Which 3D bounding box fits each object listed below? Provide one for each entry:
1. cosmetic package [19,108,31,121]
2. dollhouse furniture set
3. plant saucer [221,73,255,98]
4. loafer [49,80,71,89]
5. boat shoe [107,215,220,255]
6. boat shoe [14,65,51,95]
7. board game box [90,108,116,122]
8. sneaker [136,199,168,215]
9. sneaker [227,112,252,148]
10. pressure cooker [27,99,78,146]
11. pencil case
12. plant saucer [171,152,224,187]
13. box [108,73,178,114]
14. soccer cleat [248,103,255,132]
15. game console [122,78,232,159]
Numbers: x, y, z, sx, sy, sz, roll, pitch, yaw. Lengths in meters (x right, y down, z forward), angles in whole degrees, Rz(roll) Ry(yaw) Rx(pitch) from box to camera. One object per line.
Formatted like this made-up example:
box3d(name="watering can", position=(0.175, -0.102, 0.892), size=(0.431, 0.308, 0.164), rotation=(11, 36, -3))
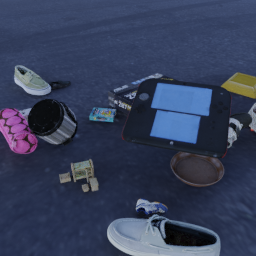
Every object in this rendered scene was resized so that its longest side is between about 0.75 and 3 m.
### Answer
box3d(name="cosmetic package", position=(-3.891, -0.474, 10.688), size=(1.230, 0.311, 0.508), rotation=(-17, 39, -23))
box3d(name="dollhouse furniture set", position=(-1.395, 1.379, 7.805), size=(0.965, 0.536, 0.853), rotation=(-11, 36, -16))
box3d(name="plant saucer", position=(5.372, -2.060, 12.908), size=(1.665, 0.403, 1.665), rotation=(24, 42, 31))
box3d(name="loafer", position=(-3.142, -2.051, 12.925), size=(1.017, 0.357, 0.345), rotation=(-11, 36, -15))
box3d(name="boat shoe", position=(0.757, 2.308, 6.147), size=(2.496, 0.889, 0.871), rotation=(8, 36, 12))
box3d(name="boat shoe", position=(-4.461, -2.180, 12.740), size=(2.493, 0.773, 0.897), rotation=(25, 42, 32))
box3d(name="board game box", position=(-0.957, -0.518, 10.794), size=(0.903, 0.212, 0.681), rotation=(5, 32, 5))
box3d(name="sneaker", position=(0.590, 2.061, 7.086), size=(0.802, 0.302, 0.353), rotation=(5, 42, 23))
box3d(name="sneaker", position=(3.316, 0.220, 9.323), size=(2.297, 0.851, 1.016), rotation=(-19, 45, -13))
box3d(name="pressure cooker", position=(-2.396, -0.148, 9.223), size=(1.320, 1.477, 1.299), rotation=(6, 71, 19))
box3d(name="pencil case", position=(-3.810, 0.085, 9.420), size=(0.930, 0.901, 1.985), rotation=(11, 19, -45))
box3d(name="plant saucer", position=(2.029, 1.209, 8.300), size=(1.537, 0.265, 1.537), rotation=(0, 36, 0))
box3d(name="box", position=(1.048, -1.301, 11.481), size=(2.946, 0.723, 2.375), rotation=(-25, 37, -33))
box3d(name="soccer cleat", position=(4.757, 0.038, 9.409), size=(0.825, 0.923, 2.380), rotation=(-7, 36, -9))
box3d(name="game console", position=(1.536, -0.438, 8.491), size=(2.954, 0.459, 2.613), rotation=(9, 51, 14))
